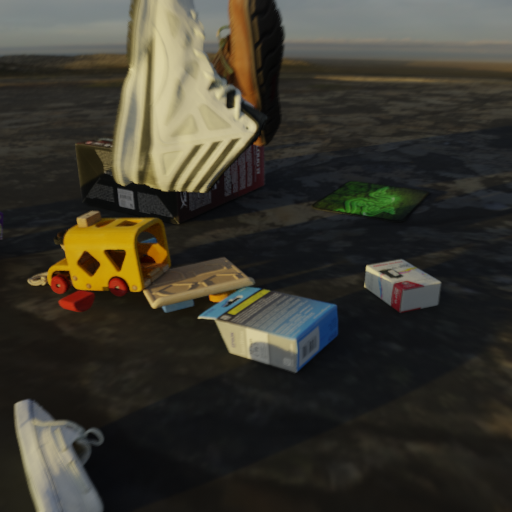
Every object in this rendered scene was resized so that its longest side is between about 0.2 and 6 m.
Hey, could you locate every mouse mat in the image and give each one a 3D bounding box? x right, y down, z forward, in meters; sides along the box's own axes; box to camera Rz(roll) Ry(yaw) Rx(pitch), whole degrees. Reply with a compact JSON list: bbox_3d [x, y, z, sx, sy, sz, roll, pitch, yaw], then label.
[{"bbox_3d":[2.711,-1.315,12.975,2.113,0.099,2.626,12,26,26],"label":"mouse mat"}]

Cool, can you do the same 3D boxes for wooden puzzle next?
[{"bbox_3d":[-0.922,0.447,8.216,1.450,0.362,1.565,-12,14,-19],"label":"wooden puzzle"}]

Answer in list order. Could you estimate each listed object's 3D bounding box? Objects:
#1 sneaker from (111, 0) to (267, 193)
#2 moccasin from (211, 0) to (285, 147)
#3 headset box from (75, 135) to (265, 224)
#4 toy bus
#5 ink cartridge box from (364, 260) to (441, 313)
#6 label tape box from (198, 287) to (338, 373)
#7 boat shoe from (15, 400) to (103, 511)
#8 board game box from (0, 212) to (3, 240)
[{"bbox_3d":[-0.540,-1.829,5.593,1.433,2.490,0.940,10,12,-5],"label":"sneaker"},{"bbox_3d":[-0.197,-3.018,8.991,1.189,1.127,3.080,23,-16,11],"label":"moccasin"},{"bbox_3d":[-1.753,-2.151,13.173,2.851,1.439,3.836,14,26,30],"label":"headset box"},{"bbox_3d":[-2.360,-0.097,8.398,2.090,1.080,1.972,-15,22,-24],"label":"toy bus"},{"bbox_3d":[2.162,0.430,8.368,0.689,0.392,0.946,-9,24,-21],"label":"ink cartridge box"},{"bbox_3d":[0.159,0.887,7.175,1.468,0.485,1.052,8,23,34],"label":"label tape box"},{"bbox_3d":[-1.698,1.756,4.977,0.652,0.565,1.530,-13,28,-28],"label":"boat shoe"},{"bbox_3d":[-6.647,-0.604,8.975,4.110,0.664,2.467,-1,-9,8],"label":"board game box"}]
